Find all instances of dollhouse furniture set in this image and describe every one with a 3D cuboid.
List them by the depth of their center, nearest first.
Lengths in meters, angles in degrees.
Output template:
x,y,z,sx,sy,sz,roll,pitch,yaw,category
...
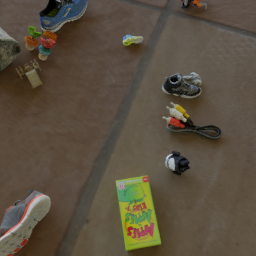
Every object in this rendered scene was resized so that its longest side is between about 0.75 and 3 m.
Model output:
x,y,z,sx,sy,sz,roll,pitch,yaw,category
-4.285,-2.370,12.417,0.937,0.710,1.069,-29,46,-13,dollhouse furniture set

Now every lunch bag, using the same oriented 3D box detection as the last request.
x,y,z,sx,sy,sz,roll,pitch,yaw,category
-6.199,-3.727,12.454,2.327,1.622,1.952,38,56,16,lunch bag

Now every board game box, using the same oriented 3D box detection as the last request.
x,y,z,sx,sy,sz,roll,pitch,yaw,category
0.330,2.955,9.851,1.186,0.556,2.335,-9,65,-4,board game box

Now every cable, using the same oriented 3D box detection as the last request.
x,y,z,sx,sy,sz,roll,pitch,yaw,category
2.532,-0.078,11.231,2.432,0.612,1.181,26,68,12,cable

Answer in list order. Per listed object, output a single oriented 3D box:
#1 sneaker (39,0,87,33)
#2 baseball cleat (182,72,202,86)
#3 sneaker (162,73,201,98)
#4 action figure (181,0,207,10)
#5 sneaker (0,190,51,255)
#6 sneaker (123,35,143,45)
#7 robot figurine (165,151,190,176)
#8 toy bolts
x,y,z,sx,sy,sz,roll,pitch,yaw,category
-3.097,-5.808,13.548,1.100,1.249,2.801,40,71,16,sneaker
2.611,-2.169,12.357,1.263,0.440,0.672,12,59,-5,baseball cleat
2.323,-1.790,11.836,1.679,0.956,0.634,9,65,4,sneaker
3.338,-6.751,14.247,1.542,0.834,1.594,16,65,-2,action figure
-3.872,3.286,9.642,1.096,1.031,2.677,25,62,35,sneaker
0.205,-4.281,13.319,0.984,0.373,0.517,-14,65,-5,sneaker
1.826,1.315,10.408,0.622,0.998,0.749,34,77,-32,robot figurine
-3.936,-3.834,13.025,1.407,1.022,1.473,-6,44,-48,toy bolts
